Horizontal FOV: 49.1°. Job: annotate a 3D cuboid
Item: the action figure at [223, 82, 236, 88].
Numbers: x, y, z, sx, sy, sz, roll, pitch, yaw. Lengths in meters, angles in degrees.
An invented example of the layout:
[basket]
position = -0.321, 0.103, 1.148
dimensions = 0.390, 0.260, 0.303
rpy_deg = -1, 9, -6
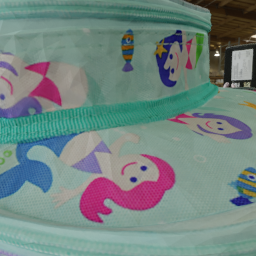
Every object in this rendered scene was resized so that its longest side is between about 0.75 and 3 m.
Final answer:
[action figure]
position = 3.008, -0.076, 5.777
dimensions = 2.691, 2.004, 1.802
rpy_deg = -34, 42, -30

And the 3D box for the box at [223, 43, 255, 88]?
[box]
position = 3.499, -0.886, 7.412
dimensions = 1.965, 2.399, 1.033
rpy_deg = -6, 9, -37

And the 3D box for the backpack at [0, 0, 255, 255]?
[backpack]
position = -0.219, 0.186, 1.769
dimensions = 2.493, 1.877, 2.214
rpy_deg = 12, 19, 29
